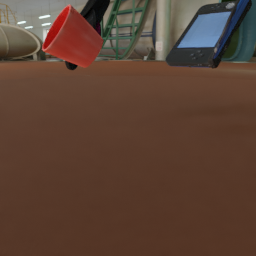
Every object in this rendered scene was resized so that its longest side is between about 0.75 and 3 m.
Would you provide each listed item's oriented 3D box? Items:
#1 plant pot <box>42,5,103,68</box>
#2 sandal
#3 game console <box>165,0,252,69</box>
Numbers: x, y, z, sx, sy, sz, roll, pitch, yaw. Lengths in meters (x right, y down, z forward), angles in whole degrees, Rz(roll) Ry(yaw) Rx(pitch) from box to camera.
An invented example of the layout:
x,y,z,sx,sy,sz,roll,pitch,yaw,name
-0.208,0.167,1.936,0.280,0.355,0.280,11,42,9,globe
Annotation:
x,y,z,sx,sy,sz,roll,pitch,yaw,name
-1.166,-1.917,6.154,0.988,1.116,1.116,29,-1,-33,plant pot
-1.067,-2.940,8.213,0.656,2.743,1.031,23,-6,15,sandal
2.376,-3.207,7.721,2.426,1.682,2.843,13,60,41,game console
